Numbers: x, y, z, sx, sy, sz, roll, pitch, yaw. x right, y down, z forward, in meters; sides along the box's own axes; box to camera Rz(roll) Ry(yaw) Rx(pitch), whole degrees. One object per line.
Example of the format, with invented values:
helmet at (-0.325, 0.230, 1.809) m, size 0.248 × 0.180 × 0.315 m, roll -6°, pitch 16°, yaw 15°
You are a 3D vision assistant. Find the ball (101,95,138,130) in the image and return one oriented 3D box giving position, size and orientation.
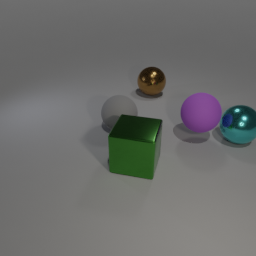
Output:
ball at (-0.326, -0.562, 10.725) m, size 1.400 × 1.400 × 1.400 m, roll 0°, pitch 30°, yaw 0°

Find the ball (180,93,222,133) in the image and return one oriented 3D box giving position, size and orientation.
ball at (2.550, -0.537, 9.810) m, size 1.400 × 1.400 × 1.400 m, roll 0°, pitch 30°, yaw 0°

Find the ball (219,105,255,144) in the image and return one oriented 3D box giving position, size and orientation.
ball at (3.992, -0.124, 9.982) m, size 1.400 × 1.400 × 1.400 m, roll 0°, pitch 30°, yaw 0°

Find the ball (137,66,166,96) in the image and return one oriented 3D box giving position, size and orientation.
ball at (1.148, -2.273, 13.607) m, size 1.400 × 1.400 × 1.400 m, roll 0°, pitch 30°, yaw 0°

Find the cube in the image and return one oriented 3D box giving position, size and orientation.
cube at (0.259, 0.556, 8.833) m, size 1.400 × 1.400 × 1.400 m, roll 8°, pitch 32°, yaw 13°
